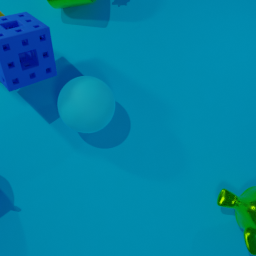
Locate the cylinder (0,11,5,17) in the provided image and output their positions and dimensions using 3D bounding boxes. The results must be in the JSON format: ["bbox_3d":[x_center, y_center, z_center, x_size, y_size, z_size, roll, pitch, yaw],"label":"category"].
[{"bbox_3d":[-3.743,-2.413,7.118,1.291,1.291,1.291,-51,37,-12],"label":"cylinder"}]

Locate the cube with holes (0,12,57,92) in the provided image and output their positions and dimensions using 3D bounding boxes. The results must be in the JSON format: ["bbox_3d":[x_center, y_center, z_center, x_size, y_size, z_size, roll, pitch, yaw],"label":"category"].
[{"bbox_3d":[-2.550,-1.807,6.503,1.200,1.200,1.200,-27,49,-29],"label":"cube with holes"}]

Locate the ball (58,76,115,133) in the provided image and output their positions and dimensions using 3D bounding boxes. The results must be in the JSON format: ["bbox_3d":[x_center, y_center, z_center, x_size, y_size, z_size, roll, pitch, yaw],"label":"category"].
[{"bbox_3d":[-0.998,-0.561,6.786,1.378,1.378,1.378,0,75,0],"label":"ball"}]

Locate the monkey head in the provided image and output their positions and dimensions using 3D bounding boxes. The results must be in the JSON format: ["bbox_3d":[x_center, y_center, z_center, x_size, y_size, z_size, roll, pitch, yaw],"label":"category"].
[{"bbox_3d":[2.651,1.752,6.075,1.214,1.017,1.687,21,88,-10],"label":"monkey head"}]

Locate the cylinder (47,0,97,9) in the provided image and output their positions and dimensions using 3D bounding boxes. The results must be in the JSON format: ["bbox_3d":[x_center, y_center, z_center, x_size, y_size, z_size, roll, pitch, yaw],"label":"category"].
[{"bbox_3d":[-1.585,-4.002,7.740,1.207,1.207,1.207,0,74,15],"label":"cylinder"}]
